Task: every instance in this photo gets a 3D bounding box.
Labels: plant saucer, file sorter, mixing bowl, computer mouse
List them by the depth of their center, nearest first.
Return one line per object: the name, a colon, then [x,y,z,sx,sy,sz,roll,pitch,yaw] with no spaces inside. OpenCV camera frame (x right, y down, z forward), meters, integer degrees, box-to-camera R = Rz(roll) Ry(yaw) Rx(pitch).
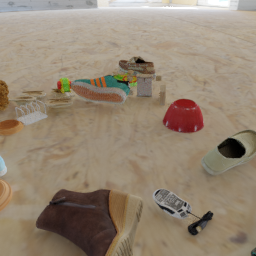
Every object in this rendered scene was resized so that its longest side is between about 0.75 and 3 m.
computer mouse: [1.195,1.891,6.510,1.399,0.307,0.767,28,44,31]
plant saucer: [-3.640,1.701,6.893,1.458,0.235,1.458,0,30,0]
plant saucer: [-4.296,-0.057,10.073,0.988,0.185,0.988,0,30,0]
mixing bowl: [2.076,-0.555,10.308,1.546,0.837,1.546,1,29,0]
file sorter: [-3.691,-0.612,10.653,0.654,0.586,0.942,23,37,36]

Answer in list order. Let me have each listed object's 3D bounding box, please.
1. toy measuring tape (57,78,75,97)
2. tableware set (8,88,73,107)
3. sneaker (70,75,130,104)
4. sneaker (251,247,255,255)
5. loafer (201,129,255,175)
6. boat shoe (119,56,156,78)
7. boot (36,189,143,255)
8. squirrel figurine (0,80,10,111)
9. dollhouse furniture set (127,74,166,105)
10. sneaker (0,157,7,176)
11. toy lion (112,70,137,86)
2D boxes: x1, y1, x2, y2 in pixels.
toy measuring tape: [-2.652,-1.802,12.041,0.657,0.657,1.786,-14,24,-23]
tableware set: [-3.522,-1.336,11.873,2.402,0.334,2.876,-2,21,-7]
sneaker: [-1.144,-1.745,12.019,2.661,0.950,1.063,13,53,20]
sneaker: [2.922,2.246,5.197,1.224,1.041,2.684,4,28,15]
loafer: [3.138,0.610,8.027,2.307,0.788,0.873,-25,66,-29]
boat shoe: [0.515,-3.468,15.349,2.661,0.955,1.008,26,38,38]
boot: [-0.939,2.172,5.639,2.100,0.913,2.525,0,27,17]
squirrel figurine: [-5.691,-1.206,11.079,1.867,1.321,1.743,-2,36,2]
dollhouse furniture set: [0.606,-1.688,12.096,2.042,1.058,0.904,3,29,6]
sneaker: [-4.271,1.021,7.607,1.737,0.712,0.642,-9,29,-15]
toy lion: [-0.081,-2.473,14.225,1.304,0.448,1.250,-6,37,-9]
